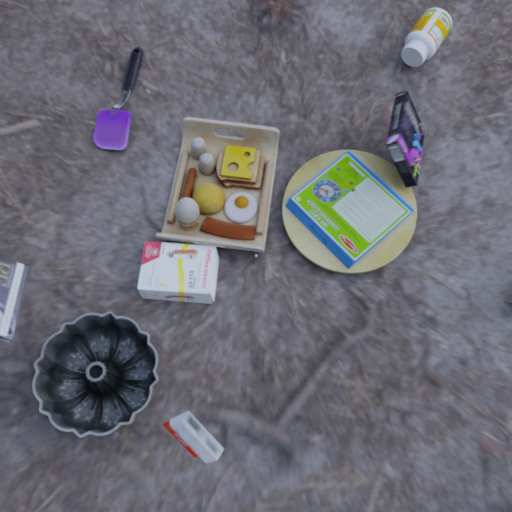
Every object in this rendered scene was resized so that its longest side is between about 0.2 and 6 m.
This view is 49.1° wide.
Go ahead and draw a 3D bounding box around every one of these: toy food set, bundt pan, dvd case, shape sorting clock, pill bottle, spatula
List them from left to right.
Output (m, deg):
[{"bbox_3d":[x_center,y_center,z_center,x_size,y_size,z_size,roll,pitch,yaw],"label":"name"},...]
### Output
[{"bbox_3d":[-3.922,0.335,7.177,1.785,0.143,1.327,22,35,-28],"label":"dvd case"},{"bbox_3d":[-2.362,1.838,8.530,1.868,0.701,1.868,0,66,-1],"label":"bundt pan"},{"bbox_3d":[-2.589,-3.136,10.921,0.697,0.253,2.465,5,63,9],"label":"spatula"},{"bbox_3d":[-0.621,-1.285,9.812,1.824,0.768,2.542,7,65,3],"label":"toy food set"},{"bbox_3d":[1.617,-0.797,9.799,2.325,0.456,2.325,0,69,0],"label":"shape sorting clock"},{"bbox_3d":[3.392,-4.360,11.250,0.644,0.644,1.160,31,70,13],"label":"pill bottle"}]

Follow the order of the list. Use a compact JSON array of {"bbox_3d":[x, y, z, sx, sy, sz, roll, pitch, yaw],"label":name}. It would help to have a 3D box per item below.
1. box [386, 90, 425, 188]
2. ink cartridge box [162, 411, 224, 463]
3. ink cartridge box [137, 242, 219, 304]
[{"bbox_3d":[2.607,-2.030,9.698,0.254,1.007,1.408,-9,48,32],"label":"box"},{"bbox_3d":[-0.760,2.072,6.274,0.589,0.725,0.207,48,44,-4],"label":"ink cartridge box"},{"bbox_3d":[-1.274,0.271,9.310,1.212,0.506,0.880,4,67,2],"label":"ink cartridge box"}]
